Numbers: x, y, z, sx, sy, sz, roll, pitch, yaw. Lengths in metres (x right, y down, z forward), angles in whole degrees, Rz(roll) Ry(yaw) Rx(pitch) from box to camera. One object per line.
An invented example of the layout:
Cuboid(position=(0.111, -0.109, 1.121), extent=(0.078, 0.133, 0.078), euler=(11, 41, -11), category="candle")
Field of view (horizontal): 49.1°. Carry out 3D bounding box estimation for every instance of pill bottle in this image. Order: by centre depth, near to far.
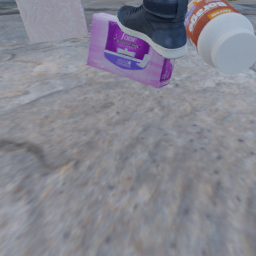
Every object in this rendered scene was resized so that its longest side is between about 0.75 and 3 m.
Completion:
Cuboid(position=(2.239, -2.328, 6.927), extent=(1.317, 1.317, 2.348), euler=(-3, 40, -6), category="pill bottle")

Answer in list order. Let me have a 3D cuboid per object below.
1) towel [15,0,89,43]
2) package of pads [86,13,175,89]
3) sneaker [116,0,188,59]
Cuboid(position=(-2.410, -3.810, 8.633), extent=(2.100, 2.199, 0.354), euler=(-3, 35, 11), category="towel")
Cuboid(position=(0.085, -2.444, 8.676), extent=(2.824, 1.702, 1.069), euler=(22, 27, 23), category="package of pads")
Cuboid(position=(0.411, -2.509, 5.527), extent=(0.822, 1.561, 2.161), euler=(-30, 49, -18), category="sneaker")
